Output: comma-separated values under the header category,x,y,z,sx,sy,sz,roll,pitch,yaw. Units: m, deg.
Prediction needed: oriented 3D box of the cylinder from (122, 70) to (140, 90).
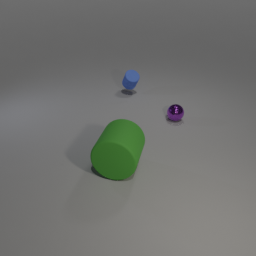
category,x,y,z,sx,sy,sz,roll,pitch,yaw
cylinder,0.131,-2.314,13.449,0.700,0.700,0.700,6,64,-13

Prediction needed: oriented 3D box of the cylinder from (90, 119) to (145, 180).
category,x,y,z,sx,sy,sz,roll,pitch,yaw
cylinder,-0.276,0.638,8.651,1.400,1.400,1.400,7,30,12

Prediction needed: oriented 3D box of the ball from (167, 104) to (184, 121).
category,x,y,z,sx,sy,sz,roll,pitch,yaw
ball,1.951,-0.631,11.496,0.700,0.700,0.700,0,31,0
